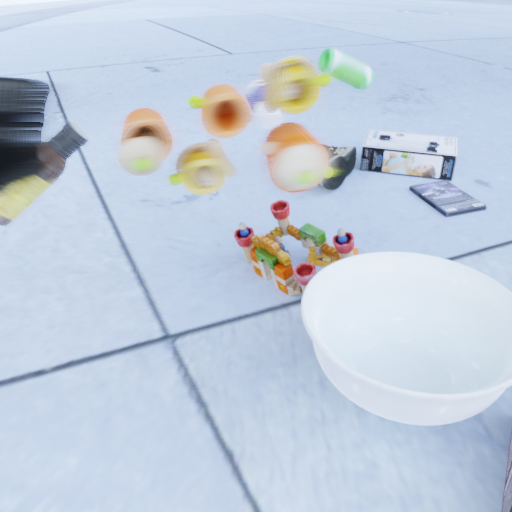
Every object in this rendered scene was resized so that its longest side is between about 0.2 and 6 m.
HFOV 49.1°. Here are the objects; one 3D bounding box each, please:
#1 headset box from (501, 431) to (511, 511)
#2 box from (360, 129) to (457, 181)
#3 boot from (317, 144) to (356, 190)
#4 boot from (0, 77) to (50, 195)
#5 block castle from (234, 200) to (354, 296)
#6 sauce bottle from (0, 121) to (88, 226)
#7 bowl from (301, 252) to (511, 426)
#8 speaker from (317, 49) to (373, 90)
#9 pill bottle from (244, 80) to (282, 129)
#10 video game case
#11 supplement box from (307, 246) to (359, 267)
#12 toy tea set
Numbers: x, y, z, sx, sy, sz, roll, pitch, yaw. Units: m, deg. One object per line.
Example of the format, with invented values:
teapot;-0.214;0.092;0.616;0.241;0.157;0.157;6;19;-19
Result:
headset box;4.107;2.583;6.515;2.096;1.058;2.819;14;35;21
box;4.196;-2.799;15.382;2.468;0.742;1.439;10;34;15
boot;1.480;-2.419;14.715;1.805;0.863;2.390;13;29;24
boot;-3.285;-1.542;7.032;0.667;1.325;1.772;17;25;5
block castle;0.692;-0.213;10.698;1.431;1.004;2.141;-37;45;-22
sauce bottle;-3.349;-1.259;8.471;1.898;0.614;0.614;-39;36;6
bowl;2.211;1.345;8.135;3.205;1.441;3.205;-1;32;0
speaker;1.677;-3.469;10.445;1.062;0.470;0.470;13;23;-31
pill bottle;0.144;-2.622;9.749;0.484;0.484;0.808;-12;59;-18
video game case;4.681;-1.430;13.778;1.131;0.150;1.583;-11;33;-16
supplement box;1.544;0.016;11.294;1.010;0.336;0.347;3;32;3
toy tea set;-0.299;-1.394;7.293;2.871;1.707;1.063;-16;43;-2
